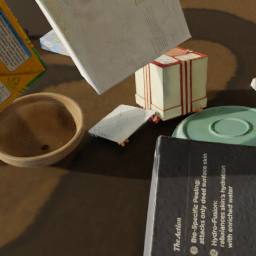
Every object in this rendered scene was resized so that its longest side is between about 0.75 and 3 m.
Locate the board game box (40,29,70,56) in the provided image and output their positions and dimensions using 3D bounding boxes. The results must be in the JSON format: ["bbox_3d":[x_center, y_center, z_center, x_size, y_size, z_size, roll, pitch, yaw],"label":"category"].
[{"bbox_3d":[-1.795,-3.733,11.101,2.042,0.494,2.700,19,50,17],"label":"board game box"}]

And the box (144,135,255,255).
[{"bbox_3d":[1.682,1.771,4.481,2.782,1.633,2.736,6,69,5],"label":"box"}]

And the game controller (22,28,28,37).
[{"bbox_3d":[-5.196,-3.411,10.756,2.658,0.560,1.387,-10,47,-11],"label":"game controller"}]

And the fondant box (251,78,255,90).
[{"bbox_3d":[4.508,-1.245,8.878,0.698,0.282,0.968,-13,49,-12],"label":"fondant box"}]

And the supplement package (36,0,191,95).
[{"bbox_3d":[-0.345,-2.272,5.547,2.199,2.103,1.617,-33,32,-6],"label":"supplement package"}]

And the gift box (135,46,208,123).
[{"bbox_3d":[1.170,-1.129,7.737,1.690,1.710,1.831,-16,32,-17],"label":"gift box"}]

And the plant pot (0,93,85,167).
[{"bbox_3d":[-2.153,0.214,6.965,2.242,1.035,2.242,0,46,0],"label":"plant pot"}]

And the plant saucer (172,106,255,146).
[{"bbox_3d":[2.477,0.109,6.856,2.879,0.395,2.879,-8,28,4],"label":"plant saucer"}]

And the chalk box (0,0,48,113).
[{"bbox_3d":[-3.066,-1.315,4.284,2.978,1.859,1.846,26,65,38],"label":"chalk box"}]

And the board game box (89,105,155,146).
[{"bbox_3d":[-0.162,-0.110,7.507,1.366,0.177,1.366,15,46,45],"label":"board game box"}]
